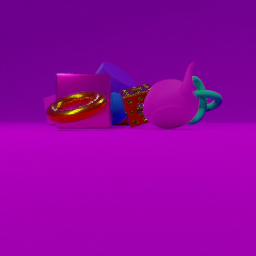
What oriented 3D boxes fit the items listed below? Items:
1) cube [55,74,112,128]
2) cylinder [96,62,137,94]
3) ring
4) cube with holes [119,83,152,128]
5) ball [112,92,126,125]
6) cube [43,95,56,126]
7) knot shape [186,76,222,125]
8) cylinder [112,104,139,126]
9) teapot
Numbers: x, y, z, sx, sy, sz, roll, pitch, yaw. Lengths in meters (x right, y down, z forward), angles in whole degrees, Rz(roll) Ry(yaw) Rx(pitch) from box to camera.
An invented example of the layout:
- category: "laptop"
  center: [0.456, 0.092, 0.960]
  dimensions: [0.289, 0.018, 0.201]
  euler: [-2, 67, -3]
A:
- category: "cube"
  center: [-1.012, -0.610, 6.797]
  dimensions: [1.218, 1.218, 1.218]
  euler: [0, 1, -1]
- category: "cylinder"
  center: [-0.636, -1.255, 9.437]
  dimensions: [1.389, 1.389, 1.389]
  euler: [33, 22, -15]
- category: "ring"
  center: [-0.907, -0.389, 4.983]
  dimensions: [1.109, 0.222, 1.109]
  euler: [-10, 25, 5]
- category: "cube with holes"
  center: [0.273, -0.551, 6.628]
  dimensions: [0.735, 0.735, 0.735]
  euler: [-17, 21, -3]
- category: "ball"
  center: [-0.471, -0.569, 8.222]
  dimensions: [0.944, 0.944, 0.944]
  euler: [0, 1, 0]
- category: "cube"
  center: [-1.948, -0.573, 8.652]
  dimensions: [0.849, 0.849, 0.849]
  euler: [-13, -4, 22]
- category: "knot shape"
  center: [2.288, -1.005, 9.494]
  dimensions: [1.619, 1.515, 0.748]
  euler: [-23, 24, 2]
- category: "cylinder"
  center: [-0.242, -0.715, 11.059]
  dimensions: [1.240, 1.240, 1.240]
  euler: [0, 1, -2]
- category: "teapot"
  center: [0.849, -0.554, 5.516]
  dimensions: [1.077, 0.848, 1.732]
  euler: [11, -32, -20]
